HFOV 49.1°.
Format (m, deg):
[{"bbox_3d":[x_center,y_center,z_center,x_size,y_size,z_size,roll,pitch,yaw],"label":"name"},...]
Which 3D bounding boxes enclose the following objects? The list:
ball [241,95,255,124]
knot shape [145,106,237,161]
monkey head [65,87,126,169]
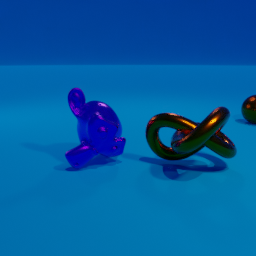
[{"bbox_3d":[3.889,-0.565,8.454,0.888,0.888,0.888,0,14,0],"label":"ball"},{"bbox_3d":[1.034,0.150,4.888,1.527,0.754,1.632,-5,-14,26],"label":"knot shape"},{"bbox_3d":[-0.675,0.129,5.219,1.212,1.685,1.016,-35,39,-7],"label":"monkey head"}]
